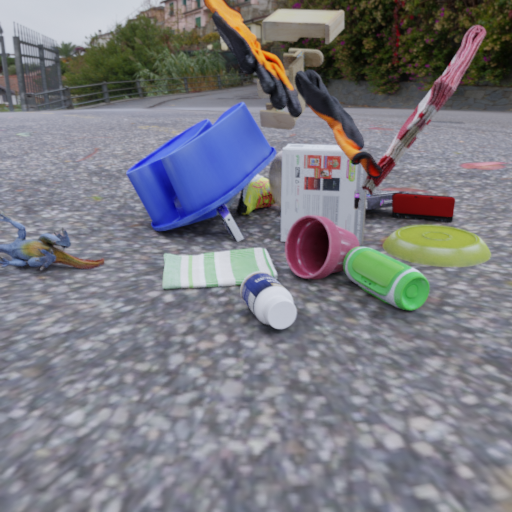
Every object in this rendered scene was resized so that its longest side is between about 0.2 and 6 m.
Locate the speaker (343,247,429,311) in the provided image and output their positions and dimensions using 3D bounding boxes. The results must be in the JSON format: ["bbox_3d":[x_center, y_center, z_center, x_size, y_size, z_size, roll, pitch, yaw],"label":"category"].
[{"bbox_3d":[2.035,0.334,8.931,0.673,0.673,1.523,-9,21,-23],"label":"speaker"}]

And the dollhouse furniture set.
[{"bbox_3d":[1.029,-3.947,11.802,1.414,2.128,1.865,12,42,22],"label":"dollhouse furniture set"}]

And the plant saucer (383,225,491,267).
[{"bbox_3d":[3.600,-0.268,11.204,2.076,0.323,2.076,-1,19,0],"label":"plant saucer"}]

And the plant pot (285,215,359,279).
[{"bbox_3d":[1.230,-0.129,9.814,0.993,1.110,1.110,4,13,-39],"label":"plant pot"}]

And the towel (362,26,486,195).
[{"bbox_3d":[2.260,-1.965,7.772,0.250,2.198,1.583,34,55,3],"label":"towel"}]

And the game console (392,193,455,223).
[{"bbox_3d":[3.988,-1.295,13.329,1.402,0.832,1.208,7,30,18],"label":"game console"}]

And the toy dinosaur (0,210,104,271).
[{"bbox_3d":[-4.183,0.047,10.163,1.819,2.004,1.052,-10,51,40],"label":"toy dinosaur"}]

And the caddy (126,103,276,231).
[{"bbox_3d":[-1.123,-1.915,12.904,2.617,1.943,3.701,-12,26,40],"label":"caddy"}]

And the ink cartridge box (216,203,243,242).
[{"bbox_3d":[-0.615,-0.779,11.933,0.183,0.841,0.833,-29,24,-6],"label":"ink cartridge box"}]

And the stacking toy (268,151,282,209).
[{"bbox_3d":[1.568,-1.979,14.103,2.211,1.615,1.615,-15,24,-35],"label":"stacking toy"}]

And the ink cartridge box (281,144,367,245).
[{"bbox_3d":[1.418,-1.262,11.567,1.717,1.956,0.820,5,19,12],"label":"ink cartridge box"}]

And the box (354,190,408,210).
[{"bbox_3d":[2.632,-1.425,14.102,1.417,0.358,1.982,-10,11,-26],"label":"box"}]

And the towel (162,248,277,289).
[{"bbox_3d":[-0.673,0.201,9.974,1.943,0.227,1.482,-2,20,-7],"label":"towel"}]

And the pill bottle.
[{"bbox_3d":[0.189,0.651,8.106,0.583,0.583,1.050,-6,20,-18],"label":"pill bottle"}]

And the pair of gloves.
[{"bbox_3d":[0.562,-2.361,7.665,2.815,0.348,2.508,25,31,-40],"label":"pair of gloves"}]

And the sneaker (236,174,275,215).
[{"bbox_3d":[0.113,-1.545,14.337,0.896,0.776,1.985,22,32,6],"label":"sneaker"}]
